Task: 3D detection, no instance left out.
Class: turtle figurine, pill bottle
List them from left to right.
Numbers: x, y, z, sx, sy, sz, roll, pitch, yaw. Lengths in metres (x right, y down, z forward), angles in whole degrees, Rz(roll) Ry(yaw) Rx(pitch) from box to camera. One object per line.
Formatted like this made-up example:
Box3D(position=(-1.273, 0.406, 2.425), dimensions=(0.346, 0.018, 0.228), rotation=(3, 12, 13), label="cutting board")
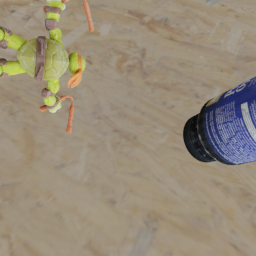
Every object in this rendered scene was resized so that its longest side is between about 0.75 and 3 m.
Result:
Box3D(position=(-1.842, -1.222, 5.492), dimensions=(2.377, 2.948, 0.949), rotation=(2, 21, -20), label="turtle figurine")
Box3D(position=(2.134, -0.089, 4.962), dimensions=(1.378, 2.465, 1.378), rotation=(8, 71, -26), label="pill bottle")

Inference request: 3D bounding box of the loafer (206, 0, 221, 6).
Box3D(position=(1.878, -2.684, 5.616), dimensions=(0.326, 0.935, 0.327), rotation=(21, 87, -13), label="loafer")
